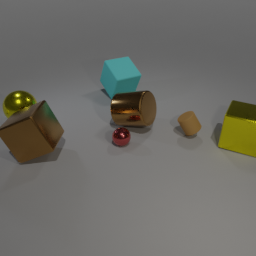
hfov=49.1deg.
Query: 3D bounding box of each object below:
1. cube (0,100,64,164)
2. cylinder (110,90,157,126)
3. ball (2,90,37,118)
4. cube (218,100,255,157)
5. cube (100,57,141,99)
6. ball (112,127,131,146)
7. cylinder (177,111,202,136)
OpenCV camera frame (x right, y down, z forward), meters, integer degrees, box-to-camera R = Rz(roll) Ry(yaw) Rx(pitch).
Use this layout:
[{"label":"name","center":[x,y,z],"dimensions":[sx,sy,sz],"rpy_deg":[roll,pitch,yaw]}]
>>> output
[{"label":"cube","center":[-3.288,0.115,9.654],"dimensions":[1.400,1.400,1.400],"rpy_deg":[-20,25,14]},{"label":"cylinder","center":[0.236,-0.778,11.301],"dimensions":[1.400,1.400,1.400],"rpy_deg":[1,27,32]},{"label":"ball","center":[-4.518,-0.882,11.777],"dimensions":[1.400,1.400,1.400],"rpy_deg":[0,31,0]},{"label":"cube","center":[4.276,-0.014,10.311],"dimensions":[1.400,1.400,1.400],"rpy_deg":[16,34,23]},{"label":"cube","center":[-0.399,-2.516,14.075],"dimensions":[1.400,1.400,1.400],"rpy_deg":[-18,62,-28]},{"label":"ball","center":[-0.246,0.323,10.458],"dimensions":[0.700,0.700,0.700],"rpy_deg":[0,31,0]},{"label":"cylinder","center":[2.382,-0.187,10.861],"dimensions":[0.700,0.700,0.700],"rpy_deg":[-30,21,13]}]
